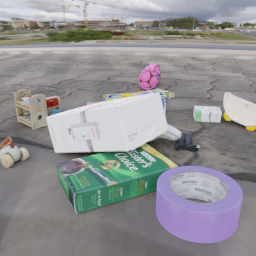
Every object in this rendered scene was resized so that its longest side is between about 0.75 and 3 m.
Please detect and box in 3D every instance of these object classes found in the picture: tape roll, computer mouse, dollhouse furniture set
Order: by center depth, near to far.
[{"bbox_3d":[1.413,1.483,5.745,1.673,0.711,1.673,0,20,0],"label":"tape roll"},{"bbox_3d":[1.882,0.395,9.114,0.769,0.293,1.110,2,21,7],"label":"computer mouse"},{"bbox_3d":[-3.308,-0.916,11.120,1.286,1.279,1.825,19,28,40],"label":"dollhouse furniture set"}]

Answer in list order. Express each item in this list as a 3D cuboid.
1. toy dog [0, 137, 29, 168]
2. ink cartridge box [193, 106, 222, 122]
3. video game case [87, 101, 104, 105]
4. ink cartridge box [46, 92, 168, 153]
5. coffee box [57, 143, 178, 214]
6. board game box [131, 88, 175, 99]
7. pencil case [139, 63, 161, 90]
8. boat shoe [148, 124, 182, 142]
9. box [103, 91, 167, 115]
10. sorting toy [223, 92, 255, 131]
[{"bbox_3d":[-3.591,0.596,8.016,1.474,0.710,0.972,3,21,9],"label":"toy dog"},{"bbox_3d":[3.205,-0.561,11.335,1.012,0.425,0.738,3,26,7],"label":"ink cartridge box"},{"bbox_3d":[-1.241,-1.023,12.969,1.254,0.146,1.140,-3,21,-9],"label":"video game case"},{"bbox_3d":[-0.611,-0.142,8.238,2.880,1.192,2.110,-5,12,39],"label":"ink cartridge box"},{"bbox_3d":[-0.275,1.102,6.882,2.602,0.572,1.600,-10,23,-24],"label":"coffee box"},{"bbox_3d":[0.967,-1.634,14.363,2.642,0.310,1.384,-13,27,-29],"label":"board game box"},{"bbox_3d":[1.388,-3.214,16.983,1.256,1.297,2.768,-9,18,12],"label":"pencil case"},{"bbox_3d":[0.719,0.136,9.335,2.105,0.703,0.774,18,-15,31],"label":"boat shoe"},{"bbox_3d":[0.302,-0.979,11.792,2.574,0.902,0.828,-6,22,-14],"label":"box"},{"bbox_3d":[4.758,-0.606,10.935,1.862,0.995,1.676,31,24,34],"label":"sorting toy"}]
